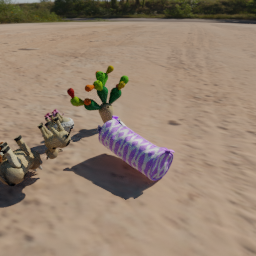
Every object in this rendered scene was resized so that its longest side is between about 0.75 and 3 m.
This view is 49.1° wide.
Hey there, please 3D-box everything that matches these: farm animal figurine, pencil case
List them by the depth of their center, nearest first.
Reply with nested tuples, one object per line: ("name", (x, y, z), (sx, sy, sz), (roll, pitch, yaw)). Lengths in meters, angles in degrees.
("farm animal figurine", (-2.056, 0.469, 6.473), (2.035, 1.023, 1.644), (-35, 18, -21))
("pencil case", (0.152, 0.455, 6.829), (2.001, 0.856, 0.840), (33, 7, 34))

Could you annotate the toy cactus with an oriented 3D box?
("toy cactus", (-0.839, -0.901, 8.635), (1.068, 1.724, 2.089), (16, 37, 40))
